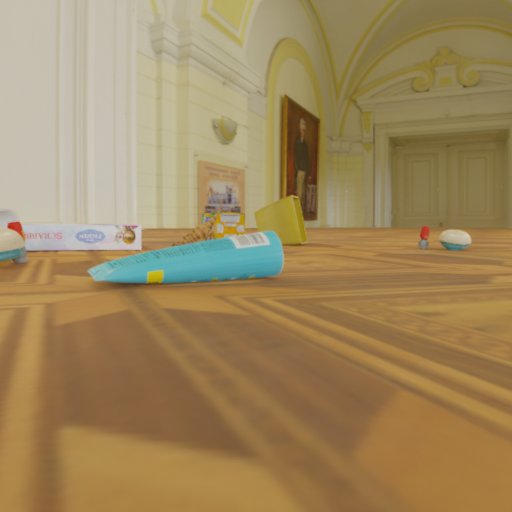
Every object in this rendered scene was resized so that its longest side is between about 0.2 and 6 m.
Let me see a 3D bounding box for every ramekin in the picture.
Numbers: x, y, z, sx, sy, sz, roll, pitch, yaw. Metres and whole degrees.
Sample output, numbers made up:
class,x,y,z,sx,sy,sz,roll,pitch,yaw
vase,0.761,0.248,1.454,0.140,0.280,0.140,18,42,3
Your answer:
class,x,y,z,sx,sy,sz,roll,pitch,yaw
ramekin,-5.521,-0.554,11.992,0.490,0.933,0.933,-4,3,7

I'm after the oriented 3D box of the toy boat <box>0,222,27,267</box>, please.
class,x,y,z,sx,sy,sz,roll,pitch,yaw
toy boat,-4.025,-0.098,8.695,1.250,0.691,1.487,-4,11,10

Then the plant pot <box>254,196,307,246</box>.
class,x,y,z,sx,sy,sz,roll,pitch,yaw
plant pot,0.689,-0.922,16.190,1.214,1.376,1.376,-11,1,13

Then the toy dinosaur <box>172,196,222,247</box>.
class,x,y,z,sx,sy,sz,roll,pitch,yaw
toy dinosaur,-1.345,-0.685,14.490,1.795,0.542,0.953,-43,-6,-4

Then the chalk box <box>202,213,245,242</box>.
class,x,y,z,sx,sy,sz,roll,pitch,yaw
chalk box,-1.016,-0.777,16.117,0.930,0.923,1.490,-1,4,-25

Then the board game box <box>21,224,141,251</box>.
class,x,y,z,sx,sy,sz,roll,pitch,yaw
board game box,-4.428,-0.503,14.211,2.994,0.616,2.987,-1,4,-13

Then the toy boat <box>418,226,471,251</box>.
class,x,y,z,sx,sy,sz,roll,pitch,yaw
toy boat,4.514,-0.357,13.451,1.200,0.558,1.009,11,13,29

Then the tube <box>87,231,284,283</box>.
class,x,y,z,sx,sy,sz,roll,pitch,yaw
tube,-0.789,0.079,6.553,2.224,0.560,0.861,-6,2,-22
